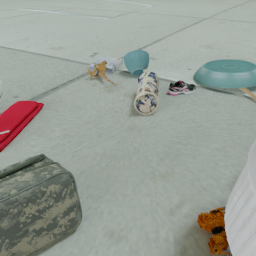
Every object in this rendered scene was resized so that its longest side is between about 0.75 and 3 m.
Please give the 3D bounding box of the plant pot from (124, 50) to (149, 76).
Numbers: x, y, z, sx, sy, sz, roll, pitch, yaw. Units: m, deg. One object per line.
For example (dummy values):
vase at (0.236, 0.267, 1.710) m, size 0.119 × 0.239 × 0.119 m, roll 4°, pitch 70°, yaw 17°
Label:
plant pot at (0.382, -2.518, 11.211) m, size 1.048 × 1.048 × 0.706 m, roll -5°, pitch 69°, yaw -8°

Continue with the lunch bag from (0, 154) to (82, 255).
lunch bag at (-1.910, 1.235, 4.710) m, size 1.801 × 1.255 × 1.511 m, roll -23°, pitch 26°, yaw -33°

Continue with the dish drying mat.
dish drying mat at (-3.342, -0.166, 7.901) m, size 0.982 × 0.233 × 2.556 m, roll 4°, pitch 32°, yaw 9°

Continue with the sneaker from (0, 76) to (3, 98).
sneaker at (-3.591, -1.819, 5.949) m, size 1.023 × 2.769 × 1.098 m, roll -29°, pitch -2°, yaw -13°

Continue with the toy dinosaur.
toy dinosaur at (-1.053, -2.203, 10.882) m, size 0.950 × 0.540 × 1.789 m, roll -15°, pitch 45°, yaw 2°

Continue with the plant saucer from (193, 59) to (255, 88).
plant saucer at (3.883, -2.181, 10.763) m, size 2.669 × 0.480 × 2.669 m, roll -4°, pitch 27°, yaw 2°

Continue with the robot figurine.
robot figurine at (1.922, 1.679, 4.709) m, size 1.340 × 0.390 × 0.972 m, roll -5°, pitch 33°, yaw -8°

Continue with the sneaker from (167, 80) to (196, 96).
sneaker at (1.915, -1.444, 9.792) m, size 1.083 × 0.467 × 0.435 m, roll -13°, pitch 35°, yaw -22°

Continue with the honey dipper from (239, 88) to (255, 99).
honey dipper at (4.041, -1.327, 9.771) m, size 0.379 × 0.379 × 1.996 m, roll -10°, pitch 37°, yaw -16°

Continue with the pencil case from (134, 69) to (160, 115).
pencil case at (0.620, -1.164, 8.950) m, size 0.741 × 0.852 × 1.906 m, roll -25°, pitch 26°, yaw 20°

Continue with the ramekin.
ramekin at (2.672, 1.352, 3.672) m, size 2.816 × 1.478 × 2.816 m, roll 11°, pitch 39°, yaw -9°

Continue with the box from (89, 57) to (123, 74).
box at (-0.922, -2.714, 12.072) m, size 1.040 × 0.275 × 1.334 m, roll 10°, pitch 34°, yaw 15°
